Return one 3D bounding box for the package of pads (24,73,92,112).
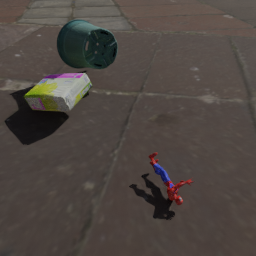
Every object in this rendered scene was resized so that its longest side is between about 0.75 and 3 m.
[{"bbox_3d":[-1.974,-1.006,7.810,1.585,0.541,1.225,4,43,31],"label":"package of pads"}]

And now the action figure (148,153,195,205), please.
[{"bbox_3d":[0.885,0.953,5.497,0.583,0.384,1.177,-21,47,-4],"label":"action figure"}]

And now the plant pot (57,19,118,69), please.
[{"bbox_3d":[-1.266,-2.665,9.203,1.670,1.670,1.635,-21,30,-26],"label":"plant pot"}]
